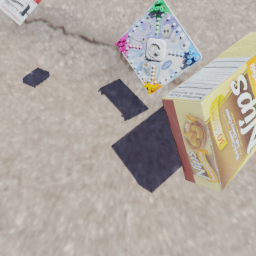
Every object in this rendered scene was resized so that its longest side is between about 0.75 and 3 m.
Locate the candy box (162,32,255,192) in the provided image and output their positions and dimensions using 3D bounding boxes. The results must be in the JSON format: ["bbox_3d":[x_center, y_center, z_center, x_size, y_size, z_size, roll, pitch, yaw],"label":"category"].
[{"bbox_3d":[1.970,-0.454,5.052,2.899,1.673,0.802,-38,31,-31],"label":"candy box"}]

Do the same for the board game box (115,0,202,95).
[{"bbox_3d":[0.580,-1.694,6.097,1.513,1.512,0.196,56,40,-1],"label":"board game box"}]

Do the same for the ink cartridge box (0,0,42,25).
[{"bbox_3d":[-2.257,-2.660,5.879,0.786,0.567,0.329,-43,33,13],"label":"ink cartridge box"}]
